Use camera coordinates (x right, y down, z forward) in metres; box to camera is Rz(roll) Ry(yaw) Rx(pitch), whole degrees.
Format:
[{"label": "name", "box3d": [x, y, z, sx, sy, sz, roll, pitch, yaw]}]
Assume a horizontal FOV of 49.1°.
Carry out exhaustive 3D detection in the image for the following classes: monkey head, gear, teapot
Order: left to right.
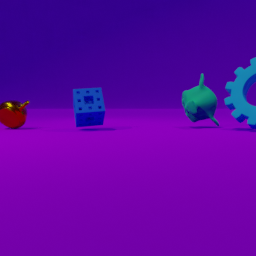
[{"label": "teapot", "box3d": [-3.155, -0.396, 7.679, 1.305, 0.812, 0.639, -29, 23, 26]}, {"label": "monkey head", "box3d": [2.092, -0.702, 8.032, 0.967, 1.604, 1.154, -18, 3, 8]}, {"label": "gear", "box3d": [3.435, -0.915, 7.018, 1.913, 1.913, 0.354, 4, -18, 41]}]

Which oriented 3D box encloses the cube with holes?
[{"label": "cube with holes", "box3d": [-1.031, -0.530, 7.312, 0.722, 0.722, 0.722, -5, -27, -13]}]
